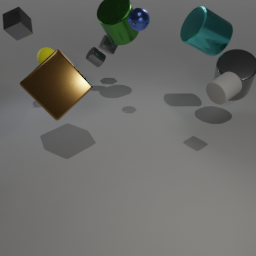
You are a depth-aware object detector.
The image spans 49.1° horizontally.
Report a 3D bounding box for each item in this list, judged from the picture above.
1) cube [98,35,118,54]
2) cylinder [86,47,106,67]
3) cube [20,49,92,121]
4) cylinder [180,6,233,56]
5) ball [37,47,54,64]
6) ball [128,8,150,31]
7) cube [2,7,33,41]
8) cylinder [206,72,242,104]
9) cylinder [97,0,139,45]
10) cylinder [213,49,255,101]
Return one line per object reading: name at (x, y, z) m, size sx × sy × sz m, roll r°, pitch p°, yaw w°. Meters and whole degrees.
cube at (-0.956, -4.176, 14.028) m, size 0.700 × 0.700 × 0.700 m, roll 26°, pitch 4°, yaw -26°
cylinder at (-1.537, -3.386, 13.392) m, size 0.700 × 0.700 × 0.700 m, roll 33°, pitch 14°, yaw -31°
cube at (-2.123, -1.227, 8.178) m, size 1.400 × 1.400 × 1.400 m, roll -46°, pitch 19°, yaw -9°
cylinder at (2.945, -3.625, 10.582) m, size 1.400 × 1.400 × 1.400 m, roll 18°, pitch 22°, yaw -26°
ball at (-2.972, -2.597, 10.299) m, size 0.700 × 0.700 × 0.700 m, roll 0°, pitch 30°, yaw 0°
ball at (0.348, -3.476, 8.976) m, size 0.700 × 0.700 × 0.700 m, roll 0°, pitch 30°, yaw 0°
cube at (-3.872, -3.651, 9.843) m, size 0.700 × 0.700 × 0.700 m, roll -18°, pitch 69°, yaw 13°
cylinder at (2.708, -1.126, 7.907) m, size 0.700 × 0.700 × 0.700 m, roll -33°, pitch 41°, yaw -22°
cylinder at (-0.369, -4.323, 11.312) m, size 1.400 × 1.400 × 1.400 m, roll -5°, pitch 71°, yaw 15°
cylinder at (3.952, -1.948, 10.456) m, size 1.400 × 1.400 × 1.400 m, roll -4°, pitch 65°, yaw 9°
